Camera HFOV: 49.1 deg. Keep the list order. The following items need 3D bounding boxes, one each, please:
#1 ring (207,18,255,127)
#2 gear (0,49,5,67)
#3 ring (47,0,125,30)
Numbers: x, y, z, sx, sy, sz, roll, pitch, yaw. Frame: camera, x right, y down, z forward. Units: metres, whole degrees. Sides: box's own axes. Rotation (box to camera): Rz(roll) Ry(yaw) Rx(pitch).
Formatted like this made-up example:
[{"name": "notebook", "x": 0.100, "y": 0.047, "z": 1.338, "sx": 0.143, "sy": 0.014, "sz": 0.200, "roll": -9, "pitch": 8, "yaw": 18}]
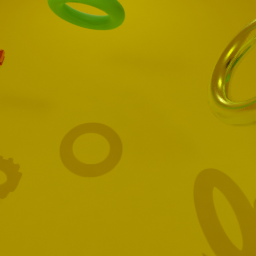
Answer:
[{"name": "ring", "x": 2.130, "y": -0.993, "z": 4.621, "sx": 0.417, "sy": 2.085, "sz": 2.085, "roll": 24, "pitch": 47, "yaw": -22}, {"name": "gear", "x": -2.954, "y": -1.508, "z": 5.283, "sx": 1.157, "sy": 1.157, "sz": 0.214, "roll": 10, "pitch": 76, "yaw": 8}, {"name": "ring", "x": -0.835, "y": -2.409, "z": 5.696, "sx": 1.580, "sy": 1.580, "sz": 0.316, "roll": 10, "pitch": 89, "yaw": 8}]
